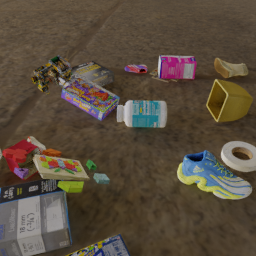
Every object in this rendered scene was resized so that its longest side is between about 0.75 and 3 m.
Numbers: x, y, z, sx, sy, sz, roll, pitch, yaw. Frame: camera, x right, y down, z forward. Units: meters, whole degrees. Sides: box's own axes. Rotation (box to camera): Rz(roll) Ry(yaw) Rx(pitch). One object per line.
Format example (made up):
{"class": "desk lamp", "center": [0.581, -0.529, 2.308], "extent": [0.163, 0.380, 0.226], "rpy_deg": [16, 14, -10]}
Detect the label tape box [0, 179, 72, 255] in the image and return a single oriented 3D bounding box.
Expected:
{"class": "label tape box", "center": [-2.947, 2.448, 7.531], "extent": [2.606, 0.825, 1.879], "rpy_deg": [-9, 37, -13]}

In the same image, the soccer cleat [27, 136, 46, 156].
{"class": "soccer cleat", "center": [-3.360, 0.699, 10.277], "extent": [0.521, 0.466, 1.344], "rpy_deg": [23, 4, -41]}

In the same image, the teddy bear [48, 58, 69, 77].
{"class": "teddy bear", "center": [-3.723, -3.242, 14.958], "extent": [0.569, 1.236, 1.704], "rpy_deg": [43, 38, -7]}

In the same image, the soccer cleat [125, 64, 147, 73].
{"class": "soccer cleat", "center": [0.447, -3.275, 15.588], "extent": [1.266, 0.432, 0.463], "rpy_deg": [0, 42, -3]}

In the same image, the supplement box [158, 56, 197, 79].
{"class": "supplement box", "center": [2.608, -3.241, 14.962], "extent": [1.885, 0.974, 0.954], "rpy_deg": [2, 36, 0]}

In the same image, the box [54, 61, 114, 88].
{"class": "box", "center": [-2.252, -2.615, 14.517], "extent": [2.469, 0.597, 1.955], "rpy_deg": [-28, 44, -31]}

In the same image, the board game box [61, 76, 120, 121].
{"class": "board game box", "center": [-1.642, -1.355, 12.452], "extent": [2.140, 0.479, 1.438], "rpy_deg": [30, 44, 11]}

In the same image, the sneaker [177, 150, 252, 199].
{"class": "sneaker", "center": [2.684, 1.403, 8.617], "extent": [2.299, 1.208, 0.871], "rpy_deg": [11, 38, 15]}

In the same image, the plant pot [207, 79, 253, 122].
{"class": "plant pot", "center": [4.428, -1.146, 12.011], "extent": [1.413, 1.372, 1.381], "rpy_deg": [2, 36, -11]}

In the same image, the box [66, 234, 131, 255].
{"class": "box", "center": [-1.067, 3.320, 6.386], "extent": [2.268, 0.795, 0.729], "rpy_deg": [-15, 39, -19]}

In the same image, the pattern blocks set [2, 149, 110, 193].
{"class": "pattern blocks set", "center": [-2.065, 1.197, 8.539], "extent": [2.845, 0.231, 2.501], "rpy_deg": [8, 18, -44]}

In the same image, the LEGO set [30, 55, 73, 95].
{"class": "LEGO set", "center": [-1.920, -1.351, 7.487], "extent": [1.144, 0.880, 0.663], "rpy_deg": [-32, 55, -28]}

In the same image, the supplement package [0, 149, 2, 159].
{"class": "supplement package", "center": [-4.931, 1.115, 9.295], "extent": [0.889, 0.856, 1.563], "rpy_deg": [-1, 37, -2]}

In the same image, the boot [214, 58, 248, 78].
{"class": "boot", "center": [5.696, -3.388, 15.530], "extent": [1.355, 0.635, 1.744], "rpy_deg": [-7, 38, -9]}

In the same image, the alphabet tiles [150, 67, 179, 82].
{"class": "alphabet tiles", "center": [2.249, -3.073, 15.592], "extent": [1.677, 0.064, 2.015], "rpy_deg": [21, 42, 26]}

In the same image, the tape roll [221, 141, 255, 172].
{"class": "tape roll", "center": [4.040, 0.992, 9.970], "extent": [1.386, 0.253, 1.386], "rpy_deg": [0, 37, 0]}

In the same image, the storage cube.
{"class": "storage cube", "center": [-3.461, 1.044, 9.330], "extent": [0.897, 0.997, 0.853], "rpy_deg": [20, 42, 35]}

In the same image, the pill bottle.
{"class": "pill bottle", "center": [0.555, -0.571, 11.370], "extent": [1.964, 1.088, 1.088], "rpy_deg": [1, 37, 1]}
